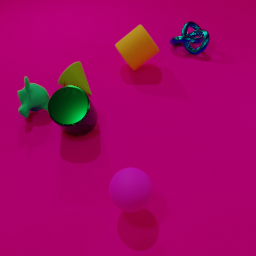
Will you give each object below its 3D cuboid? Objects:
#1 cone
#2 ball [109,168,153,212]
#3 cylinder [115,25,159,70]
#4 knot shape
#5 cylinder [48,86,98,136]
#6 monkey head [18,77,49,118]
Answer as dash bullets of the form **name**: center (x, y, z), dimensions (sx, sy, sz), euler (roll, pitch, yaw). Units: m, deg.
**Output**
- **cone**: center (-1.335, -1.238, 7.877), dimensions (0.873, 0.870, 0.870), euler (44, 57, 3)
- **ball**: center (0.050, 1.103, 5.016), dimensions (0.779, 0.779, 0.779), euler (0, 47, 0)
- **cylinder**: center (0.274, -2.372, 8.306), dimensions (0.954, 0.954, 0.954), euler (-36, 49, 12)
- **knot shape**: center (2.146, -2.936, 9.252), dimensions (1.321, 0.611, 1.237), euler (-33, 52, -14)
- **cylinder**: center (-1.262, -0.370, 6.550), dimensions (0.950, 0.950, 0.950), euler (-1, 74, 5)
- **monkey head**: center (-2.373, -0.679, 7.032), dimensions (0.701, 1.163, 0.837), euler (-24, 38, 18)
